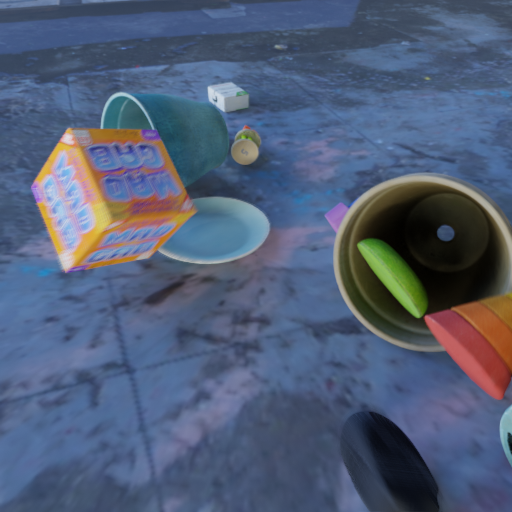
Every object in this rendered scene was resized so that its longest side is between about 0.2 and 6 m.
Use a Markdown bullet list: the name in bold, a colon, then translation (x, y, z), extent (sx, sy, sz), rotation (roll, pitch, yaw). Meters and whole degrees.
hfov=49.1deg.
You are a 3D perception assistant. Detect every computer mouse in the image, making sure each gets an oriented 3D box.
- **computer mouse**: translation (1.366, 2.508, 4.776), extent (0.804, 0.467, 2.743), rotation (20, 29, -26)

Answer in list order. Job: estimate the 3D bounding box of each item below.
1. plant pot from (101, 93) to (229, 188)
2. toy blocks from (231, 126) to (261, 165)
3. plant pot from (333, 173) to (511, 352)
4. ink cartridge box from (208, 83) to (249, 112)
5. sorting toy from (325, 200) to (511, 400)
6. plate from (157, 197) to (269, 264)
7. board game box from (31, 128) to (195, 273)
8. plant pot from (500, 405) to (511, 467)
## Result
- **plant pot**: translation (-1.529, -2.056, 10.070), extent (1.764, 1.878, 1.878), rotation (-22, 41, -38)
- **toy blocks**: translation (-0.524, -2.478, 11.635), extent (1.267, 0.552, 1.520), rotation (2, 36, 3)
- **plant pot**: translation (2.319, -0.117, 7.328), extent (2.152, 2.152, 1.868), rotation (18, 24, 23)
- **ink cartridge box**: translation (-0.688, -3.900, 13.744), extent (0.679, 0.385, 0.927), rotation (-17, 39, -22)
- **sorting toy**: translation (2.149, 0.102, 6.794), extent (1.173, 1.181, 3.405), rotation (-39, 43, 3)
- **plate**: translation (-0.741, -0.375, 8.991), extent (1.913, 0.244, 1.913), rotation (-1, 35, 0)
- **board game box**: translation (-2.006, -0.785, 7.813), extent (1.404, 1.404, 1.405), rotation (-12, 71, -47)
- **plant pot**: translation (3.416, 1.551, 5.171), extent (1.806, 1.844, 1.844), rotation (-26, 42, -19)
